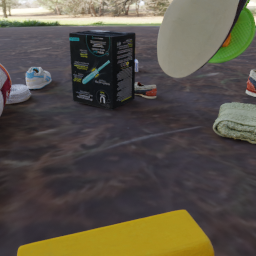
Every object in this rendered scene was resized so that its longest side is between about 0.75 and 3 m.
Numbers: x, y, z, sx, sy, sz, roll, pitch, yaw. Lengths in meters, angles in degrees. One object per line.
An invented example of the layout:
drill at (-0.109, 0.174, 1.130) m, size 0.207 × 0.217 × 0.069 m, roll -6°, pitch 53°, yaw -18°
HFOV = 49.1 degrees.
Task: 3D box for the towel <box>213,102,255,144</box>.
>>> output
towel at (3.434, -0.115, 6.686) m, size 2.547 × 0.465 × 1.889 m, roll 9°, pitch 24°, yaw 21°

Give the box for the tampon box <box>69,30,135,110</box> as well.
tampon box at (-0.744, -1.824, 8.551) m, size 1.562 × 2.085 × 1.316 m, roll 15°, pitch 28°, yaw 29°

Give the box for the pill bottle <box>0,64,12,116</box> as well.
pill bottle at (-3.827, -0.797, 6.892) m, size 1.542 × 1.542 × 2.815 m, roll -6°, pitch 25°, yaw -13°

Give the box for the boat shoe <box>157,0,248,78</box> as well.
boat shoe at (1.378, -2.157, 4.366) m, size 1.055 × 2.964 × 0.927 m, roll 31°, pitch 34°, yaw 13°

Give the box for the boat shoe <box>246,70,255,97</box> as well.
boat shoe at (4.916, -1.205, 8.784) m, size 0.907 × 0.797 × 2.547 m, roll -13°, pitch 28°, yaw -32°

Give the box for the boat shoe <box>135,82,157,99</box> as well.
boat shoe at (0.402, -1.350, 9.563) m, size 1.396 × 0.437 × 0.497 m, roll 20°, pitch 32°, yaw 40°

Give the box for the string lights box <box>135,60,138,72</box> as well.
string lights box at (-0.331, -2.900, 13.063) m, size 1.569 × 0.463 × 0.806 m, roll -1°, pitch 24°, yaw -2°

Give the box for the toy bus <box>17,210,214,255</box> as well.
toy bus at (-0.314, 1.454, 2.615) m, size 2.130 × 0.834 × 0.693 m, roll -7°, pitch 25°, yaw -16°

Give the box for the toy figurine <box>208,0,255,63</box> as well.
toy figurine at (2.402, -3.481, 7.503) m, size 2.022 × 2.693 × 2.479 m, roll 21°, pitch -3°, yaw 29°

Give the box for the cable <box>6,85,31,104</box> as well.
cable at (-3.717, -1.086, 9.012) m, size 1.098 × 0.380 × 1.098 m, roll -6°, pitch 24°, yaw -14°

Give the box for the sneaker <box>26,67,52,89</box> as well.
sneaker at (-3.399, -2.016, 10.754) m, size 0.667 × 0.704 × 1.743 m, roll -2°, pitch 23°, yaw 0°
